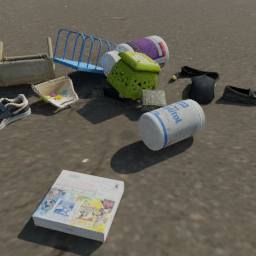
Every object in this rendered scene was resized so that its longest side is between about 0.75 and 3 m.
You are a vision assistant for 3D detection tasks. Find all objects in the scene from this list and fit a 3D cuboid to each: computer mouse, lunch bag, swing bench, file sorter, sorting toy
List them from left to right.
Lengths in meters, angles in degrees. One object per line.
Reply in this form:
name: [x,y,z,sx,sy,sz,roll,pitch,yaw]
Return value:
swing bench: [-4.547,-2.833,12.606,2.373,1.548,2.386,-7,41,-11]
sorting toy: [-2.736,-1.294,11.064,1.548,0.827,1.393,-27,51,-35]
file sorter: [-1.897,-3.406,12.658,1.679,1.485,2.420,24,17,30]
lunch bag: [0.974,-1.028,10.622,0.953,0.560,0.782,0,57,-3]
computer mouse: [2.888,-2.130,12.264,2.072,0.679,2.951,13,36,17]

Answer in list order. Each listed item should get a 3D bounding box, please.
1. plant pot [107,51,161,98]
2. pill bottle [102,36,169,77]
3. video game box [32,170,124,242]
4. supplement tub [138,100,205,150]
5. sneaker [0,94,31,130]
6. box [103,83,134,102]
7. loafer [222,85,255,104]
plant pot: [0.299,-2.175,11.211,1.555,1.418,1.563,-4,38,-38]
pill bottle: [0.314,-3.167,12.911,2.940,1.638,1.638,-25,42,-32]
video game box: [-1.128,1.815,6.819,1.737,0.407,1.583,9,33,13]
supplement tub: [1.375,-0.121,8.906,1.835,1.211,1.211,-21,40,-25]
sneaker: [-4.472,-0.532,9.850,0.825,0.835,2.103,25,43,29]
box: [-0.374,-1.533,11.612,1.092,0.431,0.771,22,45,30]
loafer: [4.749,-1.370,11.277,1.743,0.548,0.626,7,35,10]
